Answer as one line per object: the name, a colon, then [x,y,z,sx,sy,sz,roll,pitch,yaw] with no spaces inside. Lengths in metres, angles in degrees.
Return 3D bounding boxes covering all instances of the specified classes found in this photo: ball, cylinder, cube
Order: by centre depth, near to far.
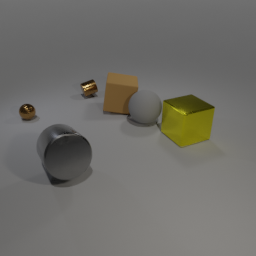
cylinder: [-1.957,0.680,8.498,1.400,1.400,1.400,-14,17,-23]
cube: [2.248,-0.314,10.741,1.400,1.400,1.400,-14,32,-23]
ball: [0.716,-0.889,11.668,1.400,1.400,1.400,0,29,0]
ball: [-4.376,-0.710,12.180,0.700,0.700,0.700,0,29,0]
cube: [-0.343,-1.597,12.858,1.400,1.400,1.400,7,29,-5]
cylinder: [-1.984,-2.042,14.268,0.700,0.700,0.700,-24,35,-14]
